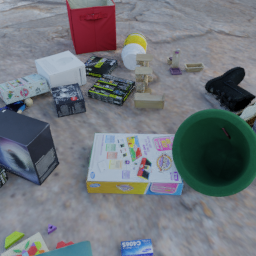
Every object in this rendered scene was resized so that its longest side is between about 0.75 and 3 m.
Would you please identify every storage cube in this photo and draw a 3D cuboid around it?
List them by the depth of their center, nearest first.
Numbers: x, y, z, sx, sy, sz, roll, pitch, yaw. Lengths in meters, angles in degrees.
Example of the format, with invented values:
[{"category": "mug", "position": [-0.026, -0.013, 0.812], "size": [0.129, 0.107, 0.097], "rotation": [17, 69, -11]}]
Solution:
[{"category": "storage cube", "position": [-2.090, -6.050, 16.083], "size": [2.450, 2.577, 2.866], "rotation": [-10, 42, -11]}]

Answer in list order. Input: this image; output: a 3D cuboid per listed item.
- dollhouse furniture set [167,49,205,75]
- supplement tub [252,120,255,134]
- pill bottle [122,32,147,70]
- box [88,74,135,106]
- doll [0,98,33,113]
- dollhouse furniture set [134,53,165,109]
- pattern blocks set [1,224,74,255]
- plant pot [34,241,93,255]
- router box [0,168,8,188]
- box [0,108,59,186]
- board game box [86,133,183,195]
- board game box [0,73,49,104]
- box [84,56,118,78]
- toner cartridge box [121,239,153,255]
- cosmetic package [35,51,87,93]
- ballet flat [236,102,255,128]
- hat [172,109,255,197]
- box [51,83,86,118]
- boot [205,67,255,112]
[{"category": "dollhouse furniture set", "position": [3.006, -3.640, 14.352], "size": [1.742, 1.237, 1.380], "rotation": [-3, 42, -4]}, {"category": "supplement tub", "position": [5.379, -0.291, 9.614], "size": [1.733, 2.470, 1.733], "rotation": [0, 41, 0]}, {"category": "pill bottle", "position": [0.327, -4.035, 14.782], "size": [1.264, 1.264, 2.256], "rotation": [4, 41, 4]}, {"category": "box", "position": [-0.729, -1.785, 12.863], "size": [1.686, 0.401, 1.628], "rotation": [17, 47, 16]}, {"category": "doll", "position": [-4.835, -0.821, 11.760], "size": [1.768, 0.428, 1.206], "rotation": [-25, 37, -33]}, {"category": "dollhouse furniture set", "position": [0.964, -1.896, 12.063], "size": [1.279, 1.806, 1.966], "rotation": [3, 69, 5]}, {"category": "pattern blocks set", "position": [-2.596, 3.338, 7.195], "size": [1.819, 0.168, 2.070], "rotation": [26, 49, 30]}, {"category": "plant pot", "position": [-1.342, 4.129, 5.051], "size": [2.083, 2.084, 2.949], "rotation": [-11, 47, -12]}, {"category": "router box", "position": [-4.965, 1.672, 8.843], "size": [1.773, 0.551, 1.329], "rotation": [16, 44, 17]}, {"category": "box", "position": [-3.447, 0.605, 9.050], "size": [1.895, 1.880, 1.168], "rotation": [17, 44, 19]}, {"category": "board game box", "position": [0.227, 1.137, 9.413], "size": [2.952, 0.595, 2.259], "rotation": [2, 41, 2]}, {"category": "board game box", "position": [-4.706, -1.782, 12.501], "size": [1.894, 0.609, 1.397], "rotation": [-23, 31, -26]}, {"category": "box", "position": [-1.507, -3.140, 14.445], "size": [1.514, 0.372, 1.568], "rotation": [13, 43, 18]}, {"category": "toner cartridge box", "position": [0.231, 3.188, 7.412], "size": [0.821, 0.177, 0.390], "rotation": [-4, 42, -5]}, {"category": "cosmetic package", "position": [-3.191, -2.654, 13.333], "size": [1.782, 1.096, 1.777], "rotation": [-23, 46, -26]}, {"category": "ballet flat", "position": [4.962, -0.590, 11.016], "size": [2.864, 1.036, 0.971], "rotation": [-24, 58, -26]}, {"category": "hat", "position": [3.185, 1.006, 9.134], "size": [2.477, 2.633, 2.991], "rotation": [-42, 64, 17]}, {"category": "box", "position": [-2.550, -1.208, 11.997], "size": [1.219, 0.697, 1.339], "rotation": [-14, 44, -14]}, {"category": "boot", "position": [4.843, -1.751, 12.501], "size": [2.338, 0.865, 1.915], "rotation": [-24, 44, -15]}]
